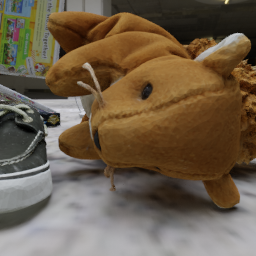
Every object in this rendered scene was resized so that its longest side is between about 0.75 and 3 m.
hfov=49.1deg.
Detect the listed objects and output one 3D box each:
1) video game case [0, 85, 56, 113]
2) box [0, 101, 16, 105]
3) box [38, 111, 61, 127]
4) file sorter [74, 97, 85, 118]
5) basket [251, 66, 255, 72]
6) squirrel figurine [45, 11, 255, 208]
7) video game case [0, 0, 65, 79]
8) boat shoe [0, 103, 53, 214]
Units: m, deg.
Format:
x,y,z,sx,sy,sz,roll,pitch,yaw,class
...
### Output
x,y,z,sx,sy,sz,roll,pitch,yaw,class
-4.220,-1.086,10.397,2.630,0.237,1.883,27,-13,-38,video game case
-4.856,-0.618,9.601,1.834,0.627,0.754,-6,9,-40,box
-2.769,-0.237,7.476,1.287,0.372,1.619,-6,9,-42,box
-0.810,-1.306,10.026,2.054,1.279,1.425,-28,19,-25,file sorter
2.656,-0.468,7.698,2.528,1.883,1.804,3,40,26,basket
0.529,-0.362,2.957,2.668,1.888,2.490,-5,15,-17,squirrel figurine
-2.712,-2.549,6.206,2.460,2.704,0.309,6,-3,-8,video game case
-1.217,0.140,2.770,0.836,0.753,2.364,-2,7,-18,boat shoe
